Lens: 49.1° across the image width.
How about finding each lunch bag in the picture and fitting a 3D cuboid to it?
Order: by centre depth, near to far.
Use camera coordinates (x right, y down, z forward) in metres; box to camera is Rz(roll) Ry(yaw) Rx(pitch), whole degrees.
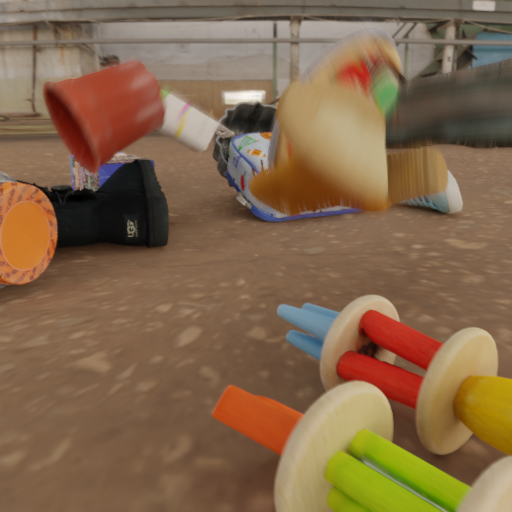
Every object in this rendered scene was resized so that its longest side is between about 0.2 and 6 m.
[{"bbox_3d":[0.848,-1.592,11.367,2.834,1.071,2.271,-10,43,-27],"label":"lunch bag"}]

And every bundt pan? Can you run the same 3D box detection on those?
[{"bbox_3d":[0.057,-2.317,12.908,2.396,2.396,0.899,-8,-18,-27],"label":"bundt pan"}]

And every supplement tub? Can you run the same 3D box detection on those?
[{"bbox_3d":[-3.838,-0.358,6.888,2.463,1.509,1.509,5,17,19],"label":"supplement tub"}]

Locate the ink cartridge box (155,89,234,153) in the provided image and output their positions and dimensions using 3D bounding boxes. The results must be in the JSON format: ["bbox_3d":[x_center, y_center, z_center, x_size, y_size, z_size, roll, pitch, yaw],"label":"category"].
[{"bbox_3d":[-1.331,-2.395,10.281,1.694,0.570,0.992,28,-1,-18],"label":"ink cartridge box"}]

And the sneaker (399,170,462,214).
[{"bbox_3d":[3.383,-1.336,11.795,1.093,0.986,2.667,-25,18,2],"label":"sneaker"}]

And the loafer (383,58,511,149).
[{"bbox_3d":[2.035,-1.894,7.067,3.222,1.013,1.158,9,6,35],"label":"loafer"}]

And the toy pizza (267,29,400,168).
[{"bbox_3d":[0.915,-1.403,5.991,0.316,1.994,1.994,41,36,27],"label":"toy pizza"}]

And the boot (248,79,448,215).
[{"bbox_3d":[0.434,-0.691,4.554,1.501,0.738,2.097,-7,-11,43],"label":"boot"}]

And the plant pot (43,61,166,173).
[{"bbox_3d":[-2.064,-2.058,7.914,1.292,1.328,1.328,-35,32,-25],"label":"plant pot"}]

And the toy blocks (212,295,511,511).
[{"bbox_3d":[0.662,0.920,3.590,2.064,0.899,2.476,-13,20,-38],"label":"toy blocks"}]

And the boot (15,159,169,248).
[{"bbox_3d":[-2.979,-0.910,9.328,2.630,1.196,3.131,-1,22,-18],"label":"boot"}]

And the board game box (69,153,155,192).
[{"bbox_3d":[-3.472,-1.934,13.511,1.434,0.871,1.799,-12,21,-36],"label":"board game box"}]
